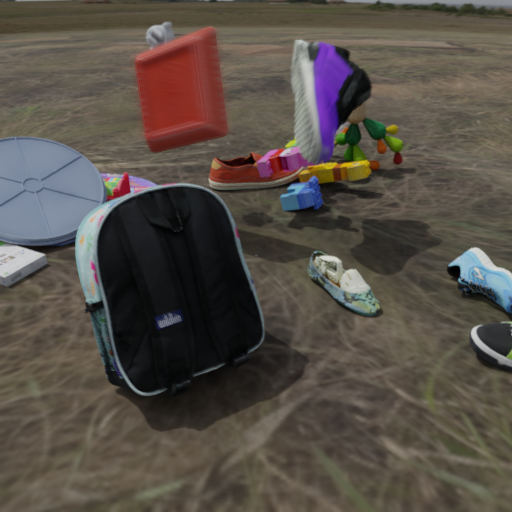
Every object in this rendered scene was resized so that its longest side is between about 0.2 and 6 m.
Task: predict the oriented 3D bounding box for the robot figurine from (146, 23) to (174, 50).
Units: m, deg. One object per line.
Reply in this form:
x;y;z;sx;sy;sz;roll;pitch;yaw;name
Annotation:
-2.095;-4.804;12.307;0.475;0.713;0.841;40;26;-5;robot figurine

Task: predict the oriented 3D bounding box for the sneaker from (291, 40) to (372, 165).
1.604;-3.231;11.367;1.597;1.116;3.211;2;58;-6;sneaker

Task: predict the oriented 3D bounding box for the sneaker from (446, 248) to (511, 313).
4.106;0.557;10.169;0.805;0.702;1.790;-23;28;-2;sneaker

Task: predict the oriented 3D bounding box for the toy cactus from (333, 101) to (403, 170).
2.901;-3.727;16.035;2.856;2.356;1.460;24;55;24;toy cactus

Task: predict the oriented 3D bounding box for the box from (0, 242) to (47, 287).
-5.069;0.128;11.167;1.415;0.257;1.021;15;32;24;box

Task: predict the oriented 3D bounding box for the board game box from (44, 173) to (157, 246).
-4.382;-1.599;13.701;4.372;0.851;3.455;-25;37;-37;board game box

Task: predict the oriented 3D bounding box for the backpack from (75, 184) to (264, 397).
-1.350;0.352;8.200;2.419;2.725;2.051;-19;12;-30;backpack

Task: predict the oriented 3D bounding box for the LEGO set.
1.812;-2.363;14.162;1.790;1.664;4.362;-4;25;26;LEGO set

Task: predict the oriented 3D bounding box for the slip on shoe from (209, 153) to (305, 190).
0.062;-2.354;15.111;2.732;0.836;1.012;-7;28;-16;slip on shoe

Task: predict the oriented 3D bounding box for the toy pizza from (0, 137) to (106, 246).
-5.049;-1.439;12.624;3.239;0.513;3.239;12;49;-14;toy pizza

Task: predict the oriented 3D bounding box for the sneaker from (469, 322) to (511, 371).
4.596;1.141;8.428;2.590;1.073;0.929;5;29;9;sneaker

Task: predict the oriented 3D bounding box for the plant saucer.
-1.630;-3.293;11.288;2.121;2.116;0.389;-4;5;35;plant saucer

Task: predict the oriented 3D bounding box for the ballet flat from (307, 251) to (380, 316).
1.553;0.431;10.221;0.673;0.673;1.812;-19;34;-31;ballet flat
